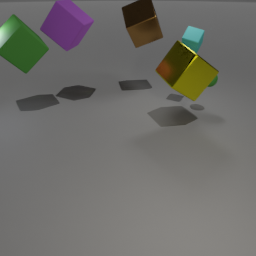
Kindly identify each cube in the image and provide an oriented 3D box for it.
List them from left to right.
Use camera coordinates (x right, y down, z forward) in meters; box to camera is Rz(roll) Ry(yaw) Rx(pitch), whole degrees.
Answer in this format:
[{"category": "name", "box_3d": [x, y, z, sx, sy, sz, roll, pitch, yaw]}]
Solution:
[{"category": "cube", "box_3d": [-4.274, -3.308, 11.061, 1.400, 1.400, 1.400, -45, 49, 5]}, {"category": "cube", "box_3d": [-2.522, -4.327, 11.750, 1.400, 1.400, 1.400, 38, 27, -9]}, {"category": "cube", "box_3d": [0.672, -4.854, 12.906, 1.400, 1.400, 1.400, -17, 61, 13]}, {"category": "cube", "box_3d": [2.151, -2.103, 10.366, 1.400, 1.400, 1.400, 22, 25, -38]}, {"category": "cube", "box_3d": [2.664, -3.628, 11.554, 0.700, 0.700, 0.700, 23, 70, 17]}]

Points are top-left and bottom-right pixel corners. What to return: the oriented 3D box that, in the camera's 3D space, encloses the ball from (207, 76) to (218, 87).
[{"category": "ball", "box_3d": [3.434, -2.083, 11.837, 0.700, 0.700, 0.700, 0, 28, 0]}]
